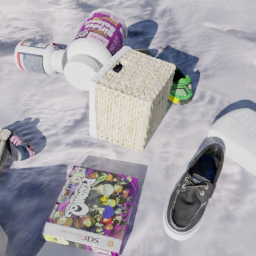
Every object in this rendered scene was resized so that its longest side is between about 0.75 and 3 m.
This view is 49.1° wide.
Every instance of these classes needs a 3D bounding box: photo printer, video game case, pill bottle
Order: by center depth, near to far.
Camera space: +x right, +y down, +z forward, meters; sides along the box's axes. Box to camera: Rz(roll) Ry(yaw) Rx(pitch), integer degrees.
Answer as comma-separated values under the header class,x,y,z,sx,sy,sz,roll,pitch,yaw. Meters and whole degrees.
class,x,y,z,sx,sy,sz,roll,pitch,yaw
video game case,-0.791,1.835,6.530,1.750,0.346,1.931,10,45,10
photo printer,3.415,0.294,7.860,1.694,0.707,2.036,-30,51,-26
pill bottle,-1.107,-2.677,9.590,1.598,1.598,2.846,10,53,10
pill bottle,-3.166,-2.613,10.586,1.868,1.117,1.117,11,45,12

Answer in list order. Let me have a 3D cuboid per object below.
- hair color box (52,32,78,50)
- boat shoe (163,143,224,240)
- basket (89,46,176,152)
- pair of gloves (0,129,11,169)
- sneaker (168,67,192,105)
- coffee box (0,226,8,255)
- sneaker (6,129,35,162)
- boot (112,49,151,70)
class,x,y,z,sx,sy,sz,roll,pitch,yaw
hair color box,-1.875,-3.481,11.790,2.214,0.708,1.228,-32,52,-27
boat shoe,1.663,1.350,6.639,0.933,0.884,2.668,27,50,25
basket,0.111,-0.781,8.042,1.717,2.135,2.116,23,49,14
pair of gloves,-4.555,0.825,7.358,2.550,0.447,2.168,4,50,5
sneaker,1.294,-1.902,9.869,1.003,1.095,2.571,-32,52,-29
coffee box,-3.892,2.659,5.117,2.768,1.105,1.565,-4,44,-4
sneaker,-3.104,0.475,7.962,0.549,0.470,1.339,-5,38,-38
boot,-0.198,-3.060,11.353,1.964,0.709,1.483,-16,43,-19
